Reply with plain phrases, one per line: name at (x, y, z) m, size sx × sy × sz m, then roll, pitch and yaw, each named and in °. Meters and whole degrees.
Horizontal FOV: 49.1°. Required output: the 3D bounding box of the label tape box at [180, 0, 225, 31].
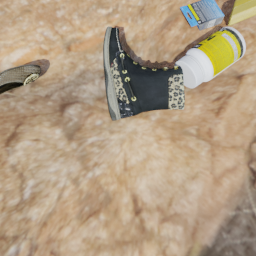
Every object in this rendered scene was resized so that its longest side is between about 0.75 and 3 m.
label tape box at (2.342, -3.626, 9.012) m, size 1.186 × 0.375 × 0.855 m, roll -21°, pitch 72°, yaw -8°

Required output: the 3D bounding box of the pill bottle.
pill bottle at (2.319, -1.986, 7.995) m, size 1.864 × 1.065 × 1.065 m, roll -35°, pitch 73°, yaw -14°

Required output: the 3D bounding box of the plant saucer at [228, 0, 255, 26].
plant saucer at (3.583, -3.602, 8.172) m, size 1.290 × 1.290 × 0.313 m, roll -20°, pitch 83°, yaw 10°

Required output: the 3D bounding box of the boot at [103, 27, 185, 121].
boot at (0.395, -1.598, 7.775) m, size 2.080 × 0.994 × 2.753 m, roll -5°, pitch 74°, yaw 2°

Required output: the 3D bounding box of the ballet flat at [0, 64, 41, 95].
ballet flat at (-3.643, -1.010, 7.651) m, size 2.773 × 0.934 × 0.643 m, roll -26°, pitch 84°, yaw -18°
